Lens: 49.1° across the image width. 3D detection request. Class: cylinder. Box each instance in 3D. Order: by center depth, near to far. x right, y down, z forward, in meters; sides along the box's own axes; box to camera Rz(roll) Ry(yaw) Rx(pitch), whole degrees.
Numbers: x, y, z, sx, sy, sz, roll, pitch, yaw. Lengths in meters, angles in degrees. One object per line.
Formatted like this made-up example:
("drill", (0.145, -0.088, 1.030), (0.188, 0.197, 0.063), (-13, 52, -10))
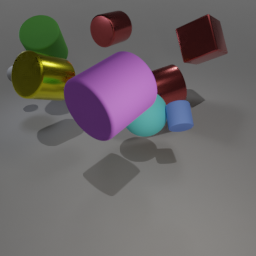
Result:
("cylinder", (-0.350, -0.675, 5.816), (1.400, 1.400, 1.400), (25, 49, 34))
("cylinder", (1.452, -0.329, 7.942), (0.700, 0.700, 0.700), (-4, 69, -6))
("cylinder", (-2.598, -1.575, 8.700), (1.400, 1.400, 1.400), (21, 13, 29))
("cylinder", (1.130, -1.363, 9.861), (1.400, 1.400, 1.400), (-20, 36, -9))
("cylinder", (-3.012, -3.066, 10.157), (1.400, 1.400, 1.400), (0, 72, 1))
("cylinder", (-0.761, -4.529, 12.789), (1.400, 1.400, 1.400), (20, 37, 29))

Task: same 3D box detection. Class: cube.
("cube", (2.943, -3.447, 11.145), (1.400, 1.400, 1.400), (-14, -1, 35))

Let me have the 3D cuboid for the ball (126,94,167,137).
("ball", (0.499, -0.437, 8.504), (1.400, 1.400, 1.400), (0, 32, 0))

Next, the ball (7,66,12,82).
("ball", (-4.483, -2.158, 11.235), (0.700, 0.700, 0.700), (0, 32, 0))
